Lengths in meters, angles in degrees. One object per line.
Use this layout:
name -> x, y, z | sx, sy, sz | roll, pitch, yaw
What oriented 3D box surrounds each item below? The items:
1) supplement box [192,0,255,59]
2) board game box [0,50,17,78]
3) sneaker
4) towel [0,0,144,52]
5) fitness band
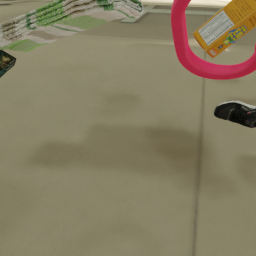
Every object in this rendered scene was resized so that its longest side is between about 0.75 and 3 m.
supplement box -> 3.065, -3.047, 7.764 | 0.809, 2.431, 0.836 | 9, 52, -53
board game box -> -3.298, -1.533, 5.640 | 1.667, 0.235, 1.127 | 29, 39, -10
sneaker -> 2.500, -0.262, 6.020 | 1.229, 0.466, 0.538 | 5, 32, -1
towel -> -1.283, -2.000, 5.600 | 2.968, 0.456, 2.214 | -13, 11, 19
fitness band -> 1.482, -1.551, 4.466 | 1.525, 2.124, 0.397 | 5, 63, 20
